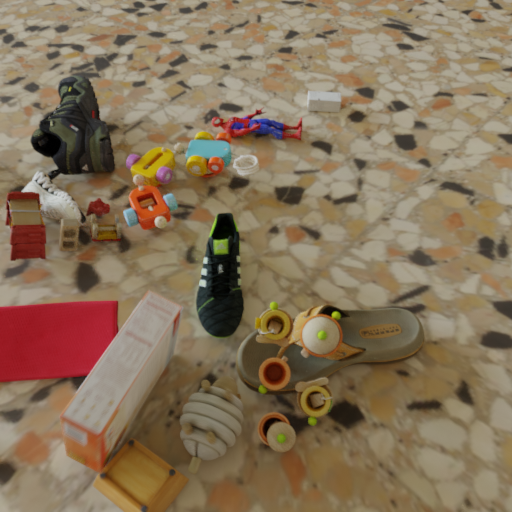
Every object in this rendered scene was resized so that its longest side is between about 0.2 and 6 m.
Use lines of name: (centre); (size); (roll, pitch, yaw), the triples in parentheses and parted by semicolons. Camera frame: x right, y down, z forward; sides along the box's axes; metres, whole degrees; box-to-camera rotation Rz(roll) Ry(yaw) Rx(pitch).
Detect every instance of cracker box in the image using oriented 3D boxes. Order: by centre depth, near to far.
cracker box: (-2.055, 1.943, 8.787); (0.696, 1.616, 2.413); (26, 50, 6)

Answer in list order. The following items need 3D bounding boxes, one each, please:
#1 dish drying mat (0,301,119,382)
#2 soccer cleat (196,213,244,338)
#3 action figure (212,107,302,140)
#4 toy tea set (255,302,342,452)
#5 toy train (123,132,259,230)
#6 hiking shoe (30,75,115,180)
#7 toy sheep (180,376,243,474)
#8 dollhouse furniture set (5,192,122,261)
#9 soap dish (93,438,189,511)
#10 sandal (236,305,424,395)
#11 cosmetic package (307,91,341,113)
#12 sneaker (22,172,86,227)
dish drying mat: (-4.190, 1.538, 9.892); (3.486, 0.317, 1.339); (-3, 71, -4)
soccer cleat: (-0.695, 0.310, 10.727); (0.911, 1.094, 2.698); (-1, 47, -1)
action figure: (0.011, -3.419, 14.608); (2.364, 0.611, 0.773); (2, 49, 6)
toy tea set: (0.629, 1.879, 8.755); (1.373, 0.854, 2.308); (2, 81, 2)
toy train: (-1.630, -1.623, 12.747); (3.226, 0.897, 2.423); (-26, 53, -18)
hiking shoe: (-4.755, -3.309, 13.919); (1.804, 1.357, 3.584); (-15, 50, -18)
toy sheep: (-0.710, 2.582, 8.673); (1.078, 1.078, 1.563); (19, 59, 17)
dollhouse furniture set: (-4.110, -0.643, 11.944); (2.234, 0.908, 1.202); (-2, 44, -26)
soap dish: (-1.729, 3.332, 8.324); (1.151, 0.468, 0.906); (26, 52, 24)
sandal: (1.329, 1.409, 9.801); (3.502, 0.946, 1.407); (-10, 48, -9)
cosmetic package: (1.884, -4.265, 15.494); (0.907, 0.368, 0.512); (2, 45, 3)
sneaker: (-4.495, -1.096, 12.395); (1.991, 0.748, 0.807); (33, 67, 32)
